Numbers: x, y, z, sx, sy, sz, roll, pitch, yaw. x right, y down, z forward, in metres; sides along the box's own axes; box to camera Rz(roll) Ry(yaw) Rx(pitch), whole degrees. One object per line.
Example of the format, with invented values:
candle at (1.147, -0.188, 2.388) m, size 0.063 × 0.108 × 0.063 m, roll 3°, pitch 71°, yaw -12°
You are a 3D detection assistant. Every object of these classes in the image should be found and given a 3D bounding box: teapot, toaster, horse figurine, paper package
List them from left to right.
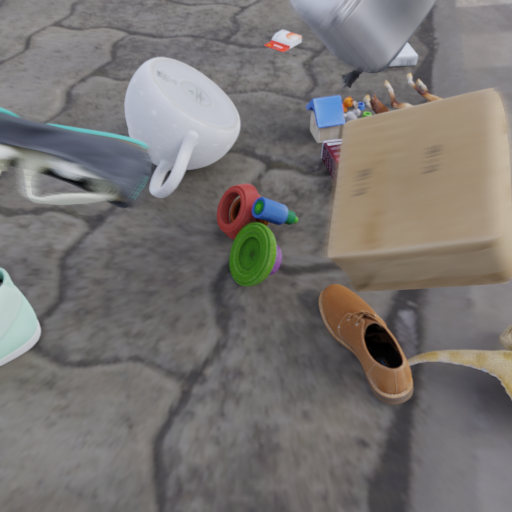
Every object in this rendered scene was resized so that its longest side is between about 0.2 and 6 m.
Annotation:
teapot at (-1.474, -2.261, 9.981) m, size 2.202 × 1.629 × 2.231 m, roll 48°, pitch 31°, yaw 9°
toaster at (1.600, -3.936, 8.178) m, size 1.648 × 2.552 × 1.450 m, roll 20°, pitch 21°, yaw -50°
horse figurine at (3.246, -2.895, 11.143) m, size 2.531 × 0.632 × 1.677 m, roll -23°, pitch 66°, yaw -33°
paper package at (1.787, -0.658, 6.090) m, size 1.784 × 0.968 × 1.871 m, roll -7°, pitch 60°, yaw 29°

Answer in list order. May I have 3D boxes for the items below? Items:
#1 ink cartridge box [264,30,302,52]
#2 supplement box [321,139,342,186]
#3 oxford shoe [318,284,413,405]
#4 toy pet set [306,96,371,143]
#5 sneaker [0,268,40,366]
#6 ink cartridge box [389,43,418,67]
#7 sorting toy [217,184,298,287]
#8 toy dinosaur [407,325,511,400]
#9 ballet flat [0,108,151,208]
ink cartridge box at (0.672, -5.432, 14.132) m, size 0.629 × 0.195 × 0.776 m, roll 30°, pitch 49°, yaw 27°
supplement box at (1.711, -1.604, 10.102) m, size 0.714 × 0.399 × 1.312 m, roll -8°, pitch 44°, yaw -9°
oxford shoe at (1.414, 0.930, 7.296) m, size 0.712 × 0.712 × 1.997 m, roll -23°, pitch 42°, yaw -11°
toy pet set at (1.760, -2.866, 11.071) m, size 1.474 × 0.838 × 1.579 m, roll -10°, pitch 45°, yaw -10°
sneaker at (-3.906, 1.086, 6.607) m, size 0.931 × 1.492 × 2.529 m, roll 32°, pitch 54°, yaw 26°
ink cartridge box at (3.069, -4.997, 13.626) m, size 1.314 × 0.290 × 1.339 m, roll -6°, pitch 43°, yaw -6°
sorting toy at (0.086, -0.366, 8.605) m, size 0.774 × 1.133 × 1.886 m, roll 15°, pitch 41°, yaw -38°
toy dinosaur at (3.335, 1.328, 6.836) m, size 2.927 × 0.852 × 1.480 m, roll 21°, pitch 50°, yaw 19°
ballet flat at (-2.464, -1.058, 5.898) m, size 2.663 × 0.973 × 0.973 m, roll 13°, pitch 43°, yaw -15°
